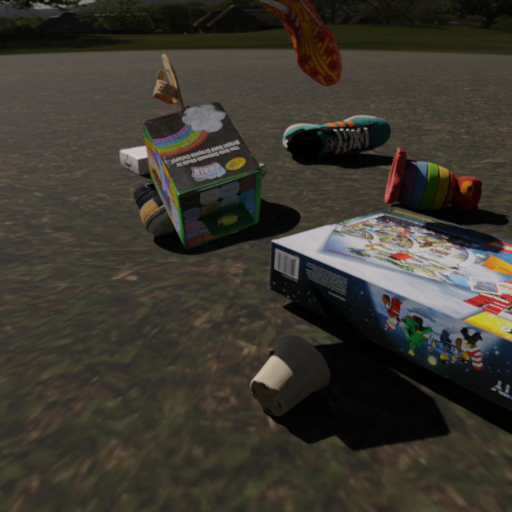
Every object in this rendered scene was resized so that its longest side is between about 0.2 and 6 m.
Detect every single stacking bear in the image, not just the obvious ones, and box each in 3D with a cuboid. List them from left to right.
[{"bbox_3d":[3.797,-1.444,11.881,1.914,1.162,1.089,12,-11,6],"label":"stacking bear"}]

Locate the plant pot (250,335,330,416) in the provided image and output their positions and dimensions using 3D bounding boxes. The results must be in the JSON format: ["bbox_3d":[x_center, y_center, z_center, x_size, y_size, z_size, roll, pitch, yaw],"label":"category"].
[{"bbox_3d":[0.327,1.389,6.293,0.747,0.747,0.684,21,43,38],"label":"plant pot"}]

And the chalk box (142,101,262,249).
[{"bbox_3d":[-0.610,-0.892,7.074,1.089,1.081,1.744,-19,59,-15],"label":"chalk box"}]

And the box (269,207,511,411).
[{"bbox_3d":[2.739,0.472,7.652,3.000,0.828,4.392,-15,28,-38],"label":"box"}]

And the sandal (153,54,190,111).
[{"bbox_3d":[-2.059,-3.738,13.041,0.644,1.956,0.717,-23,-3,-12],"label":"sandal"}]

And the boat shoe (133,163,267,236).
[{"bbox_3d":[-1.045,-1.412,11.380,3.276,1.222,1.020,-27,74,-38],"label":"boat shoe"}]

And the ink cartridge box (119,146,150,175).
[{"bbox_3d":[-2.990,-2.524,14.772,0.811,0.472,1.114,-18,32,-33],"label":"ink cartridge box"}]

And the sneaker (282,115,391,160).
[{"bbox_3d":[2.251,-3.200,15.632,3.047,1.087,1.217,-5,26,8],"label":"sneaker"}]

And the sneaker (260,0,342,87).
[{"bbox_3d":[0.854,-3.852,9.365,0.776,2.128,0.821,-24,15,34],"label":"sneaker"}]

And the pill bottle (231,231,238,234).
[{"bbox_3d":[-0.520,-0.784,11.093,0.460,0.460,0.820,-1,25,-3],"label":"pill bottle"}]
